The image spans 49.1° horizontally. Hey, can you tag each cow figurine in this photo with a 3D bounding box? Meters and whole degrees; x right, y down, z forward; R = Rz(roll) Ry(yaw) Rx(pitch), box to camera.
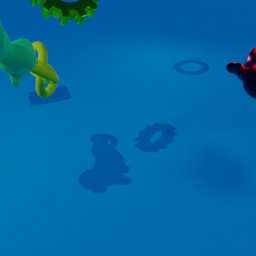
[{"bbox_3d":[-2.389,-1.325,4.729,1.592,1.566,0.874,-11,68,-24],"label":"cow figurine"}]

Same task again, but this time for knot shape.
[{"bbox_3d":[-1.875,-1.193,6.183,0.559,1.133,1.210,-23,49,-10],"label":"knot shape"}]

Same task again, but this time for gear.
[{"bbox_3d":[-1.209,-2.595,5.317,1.345,0.249,1.345,8,68,-20],"label":"gear"}]

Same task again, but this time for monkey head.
[{"bbox_3d":[2.448,-0.896,5.256,1.505,1.083,0.907,33,67,-8],"label":"monkey head"}]
